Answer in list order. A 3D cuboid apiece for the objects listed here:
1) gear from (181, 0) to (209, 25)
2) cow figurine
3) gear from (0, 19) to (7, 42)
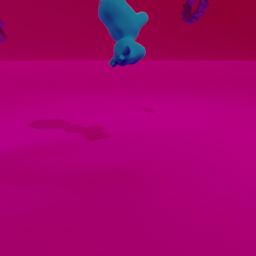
[{"bbox_3d":[2.166,-3.946,9.029,0.211,1.143,1.143,13,8,-27],"label":"gear"},{"bbox_3d":[-0.179,-2.225,6.425,0.860,1.566,1.541,-26,23,53],"label":"cow figurine"},{"bbox_3d":[-3.178,-1.730,5.438,1.552,1.552,0.287,3,-29,11],"label":"gear"}]
